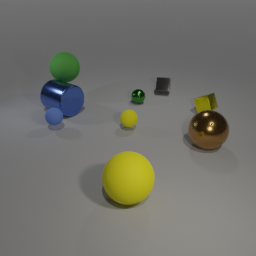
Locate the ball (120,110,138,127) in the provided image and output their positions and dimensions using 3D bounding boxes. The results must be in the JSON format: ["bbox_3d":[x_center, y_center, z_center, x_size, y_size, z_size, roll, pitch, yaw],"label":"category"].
[{"bbox_3d":[0.040,-0.383,11.197,0.700,0.700,0.700,0,29,0],"label":"ball"}]

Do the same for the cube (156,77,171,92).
[{"bbox_3d":[1.855,-2.256,14.653,0.700,0.700,0.700,4,5,13],"label":"cube"}]

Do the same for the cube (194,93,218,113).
[{"bbox_3d":[3.460,-1.093,12.416,0.700,0.700,0.700,-13,5,44],"label":"cube"}]

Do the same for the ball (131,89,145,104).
[{"bbox_3d":[0.497,-1.535,13.569,0.700,0.700,0.700,0,29,0],"label":"ball"}]

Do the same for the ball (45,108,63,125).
[{"bbox_3d":[-2.932,-0.455,11.124,0.700,0.700,0.700,0,29,0],"label":"ball"}]

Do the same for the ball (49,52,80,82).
[{"bbox_3d":[-2.961,-2.847,13.134,1.400,1.400,1.400,0,29,0],"label":"ball"}]

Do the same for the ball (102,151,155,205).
[{"bbox_3d":[0.010,1.331,7.521,1.400,1.400,1.400,0,29,0],"label":"ball"}]

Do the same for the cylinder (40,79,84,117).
[{"bbox_3d":[-2.924,-1.354,12.506,1.400,1.400,1.400,20,35,34],"label":"cylinder"}]

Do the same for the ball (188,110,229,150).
[{"bbox_3d":[2.837,0.066,9.900,1.400,1.400,1.400,0,29,0],"label":"ball"}]
